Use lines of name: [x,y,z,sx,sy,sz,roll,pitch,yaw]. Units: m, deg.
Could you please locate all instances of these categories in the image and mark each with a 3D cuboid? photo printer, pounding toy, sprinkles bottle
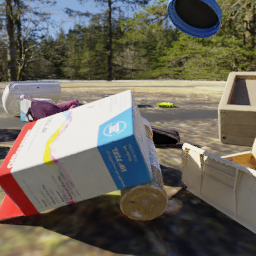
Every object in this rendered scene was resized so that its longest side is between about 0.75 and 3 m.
photo printer: [-4.648,-1.408,13.431,2.505,0.870,2.084,-7,-23,-28]
pounding toy: [4.414,-0.563,8.863,2.492,1.925,2.708,6,42,27]
sprinkles bottle: [0.182,0.579,5.058,0.752,0.752,2.204,-1,30,-3]

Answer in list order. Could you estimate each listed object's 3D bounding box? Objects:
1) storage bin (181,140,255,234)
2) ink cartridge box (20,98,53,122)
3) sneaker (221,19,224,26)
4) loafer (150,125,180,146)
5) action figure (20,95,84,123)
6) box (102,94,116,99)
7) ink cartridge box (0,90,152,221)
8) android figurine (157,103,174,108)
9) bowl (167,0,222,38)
storage bin: [2.325,0.791,5.086,2.008,0.941,1.994,-6,14,-24]
ink cartridge box: [-3.939,-0.767,12.109,1.391,1.005,0.589,7,10,29]
sneaker: [3.121,-4.148,11.459,1.634,0.571,0.735,7,22,45]
loafer: [0.722,0.259,8.427,1.737,0.624,0.547,3,16,0]
action figure: [-2.477,-0.631,10.196,2.369,1.764,1.587,-19,11,-16]
box: [-0.644,-1.712,17.217,1.804,0.712,1.274,-3,16,-10]
ink cartridge box: [-0.997,0.412,4.496,2.560,0.861,1.487,-17,29,9]
android figurine: [2.277,-1.391,16.917,0.999,0.225,1.098,6,15,26]
bowl: [2.018,-3.418,8.438,1.709,0.335,1.709,27,-12,6]
